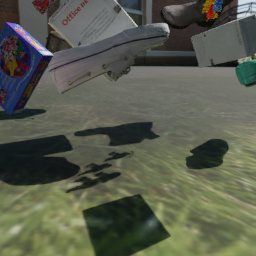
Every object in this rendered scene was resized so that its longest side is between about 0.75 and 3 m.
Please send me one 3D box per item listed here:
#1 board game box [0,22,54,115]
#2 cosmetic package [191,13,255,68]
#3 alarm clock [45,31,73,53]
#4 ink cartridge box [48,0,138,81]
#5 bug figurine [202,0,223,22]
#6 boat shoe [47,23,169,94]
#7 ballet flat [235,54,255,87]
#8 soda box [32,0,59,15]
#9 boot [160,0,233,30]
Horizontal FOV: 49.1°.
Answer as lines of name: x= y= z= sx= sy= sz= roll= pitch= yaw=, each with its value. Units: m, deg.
board game box: x=-1.848 y=-0.931 z=4.540 sx=0.816 sy=1.214 sz=0.272 roll=42 pitch=23 yaw=7
cosmetic package: x=1.560 y=-1.359 z=4.493 sx=0.419 sy=0.583 sz=1.033 roll=-25 pitch=11 yaw=-23
alarm clock: x=-2.177 y=-3.061 z=10.561 sx=1.617 sy=0.798 sz=2.398 roll=8 pitch=26 yaw=-32
ink cartridge box: x=-0.748 y=-2.457 z=7.133 sx=1.512 sy=2.076 sz=0.880 roll=-47 pitch=24 yaw=-1
bug figurine: x=2.114 y=-3.187 z=6.652 sx=0.383 sy=1.155 sz=1.489 roll=11 pitch=15 yaw=5
boat shoe: x=-0.354 y=-1.474 z=6.155 sx=2.736 sy=0.914 sz=1.006 roll=-17 pitch=7 yaw=2
ballet flat: x=2.950 y=-1.522 z=6.706 sx=0.660 sy=0.690 sz=1.960 roll=-20 pitch=10 yaw=31
soda box: x=-2.879 y=-4.731 z=10.224 sx=0.423 sy=1.207 sz=0.383 roll=43 pitch=-7 yaw=23
boot: x=2.313 y=-4.016 z=8.884 sx=2.483 sy=0.867 sz=1.635 roll=-18 pitch=-13 yaw=-31
